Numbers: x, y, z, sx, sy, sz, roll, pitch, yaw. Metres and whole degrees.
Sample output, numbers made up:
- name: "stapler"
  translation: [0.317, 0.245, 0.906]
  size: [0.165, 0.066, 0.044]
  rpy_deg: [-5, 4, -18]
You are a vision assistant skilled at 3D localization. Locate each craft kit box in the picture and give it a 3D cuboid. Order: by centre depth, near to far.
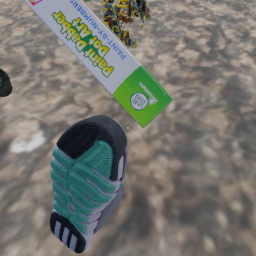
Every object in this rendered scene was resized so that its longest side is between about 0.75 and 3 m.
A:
- name: "craft kit box"
  translation: [-0.473, -1.223, 4.609]
  size: [2.643, 2.676, 0.649]
  rpy_deg: [44, 95, -2]

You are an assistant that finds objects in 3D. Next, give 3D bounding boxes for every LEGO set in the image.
- name: "LEGO set"
  translation: [0.229, -2.237, 5.066]
  size: [0.941, 1.249, 1.624]
  rpy_deg: [12, 58, 14]

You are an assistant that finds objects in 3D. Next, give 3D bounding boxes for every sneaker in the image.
- name: "sneaker"
  translation: [-0.261, 0.406, 2.370]
  size: [0.566, 1.521, 0.666]
  rpy_deg: [36, 41, 15]
- name: "sneaker"
  translation: [-2.396, -0.843, 4.067]
  size: [1.511, 0.686, 0.574]
  rpy_deg: [32, 82, -7]

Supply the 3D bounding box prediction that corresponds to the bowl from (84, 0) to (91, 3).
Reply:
- name: "bowl"
  translation: [-1.130, -4.162, 6.887]
  size: [1.251, 2.391, 2.391]
  rpy_deg: [13, 48, 16]
